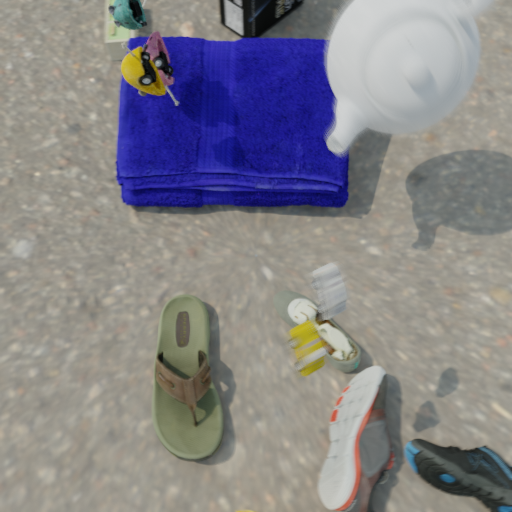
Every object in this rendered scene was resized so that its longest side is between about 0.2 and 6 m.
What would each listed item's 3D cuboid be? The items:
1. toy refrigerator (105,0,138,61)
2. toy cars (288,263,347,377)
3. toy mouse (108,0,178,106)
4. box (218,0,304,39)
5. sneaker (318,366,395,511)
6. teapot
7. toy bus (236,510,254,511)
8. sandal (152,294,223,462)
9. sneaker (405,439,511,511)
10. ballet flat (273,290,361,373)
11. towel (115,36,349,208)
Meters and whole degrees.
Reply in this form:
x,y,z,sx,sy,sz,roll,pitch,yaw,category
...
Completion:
x,y,z,sx,sy,sz,roll,pitch,yaw,category
-2.752,-4.757,11.481,0.577,0.532,1.520,-5,63,-3,toy refrigerator
0.646,0.651,5.457,0.515,0.255,1.150,20,91,-33,toy cars
-1.631,-3.018,7.936,0.394,2.036,1.810,-14,70,12,toy mouse
0.130,-5.655,11.042,0.918,2.131,1.745,40,69,18,box
1.501,2.541,7.686,0.837,0.788,2.045,31,63,-15,sneaker
1.927,-2.479,7.066,2.084,2.112,1.542,0,24,4,teapot
0.525,4.276,6.289,2.246,1.588,2.340,13,59,-8,toy bus
-1.064,1.652,8.015,0.991,0.712,2.495,-8,63,-4,sandal
2.827,2.856,7.529,1.710,0.626,0.700,26,50,6,sneaker
0.930,1.032,8.443,0.567,0.536,1.683,-39,69,-18,ballet flat
-0.346,-2.248,9.329,3.935,0.975,2.906,1,91,1,towel
